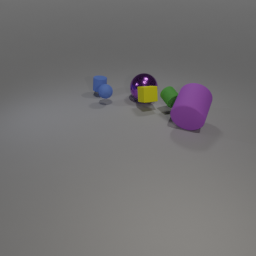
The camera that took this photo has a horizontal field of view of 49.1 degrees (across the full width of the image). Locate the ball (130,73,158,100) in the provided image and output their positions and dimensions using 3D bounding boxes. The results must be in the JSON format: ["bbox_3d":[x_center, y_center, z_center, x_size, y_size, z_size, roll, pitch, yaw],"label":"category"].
[{"bbox_3d":[0.793,-2.024,13.983,1.400,1.400,1.400,0,29,0],"label":"ball"}]

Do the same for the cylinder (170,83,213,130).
[{"bbox_3d":[2.600,-0.869,11.442,1.400,1.400,1.400,13,52,21],"label":"cylinder"}]

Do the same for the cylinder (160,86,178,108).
[{"bbox_3d":[1.908,-1.392,12.556,0.700,0.700,0.700,-13,50,-22],"label":"cylinder"}]

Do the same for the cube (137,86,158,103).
[{"bbox_3d":[0.904,-1.568,12.951,0.700,0.700,0.700,-8,12,-22],"label":"cube"}]

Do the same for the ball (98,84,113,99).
[{"bbox_3d":[-1.082,-1.760,13.481,0.700,0.700,0.700,0,29,0],"label":"ball"}]

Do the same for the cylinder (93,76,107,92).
[{"bbox_3d":[-1.452,-2.282,14.494,0.700,0.700,0.700,5,26,-2],"label":"cylinder"}]
